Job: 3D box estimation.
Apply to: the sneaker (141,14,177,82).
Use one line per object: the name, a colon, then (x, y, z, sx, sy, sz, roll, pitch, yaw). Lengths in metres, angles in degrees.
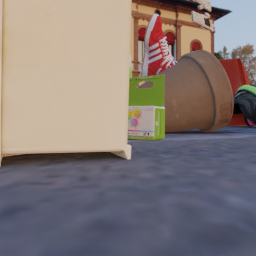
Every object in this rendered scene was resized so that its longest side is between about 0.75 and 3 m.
sneaker: (1.277, -2.652, 9.889, 1.386, 2.465, 0.878, 20, 40, 21)

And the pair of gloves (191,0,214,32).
pair of gloves: (2.540, -3.989, 9.499, 1.102, 1.296, 0.227, 14, -18, -38)

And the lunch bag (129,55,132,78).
lunch bag: (-0.705, -1.201, 6.934, 1.891, 2.524, 2.968, -1, 3, -13)

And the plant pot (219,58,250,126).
plant pot: (3.582, -1.363, 11.248, 2.779, 2.451, 2.782, 2, 3, 28)

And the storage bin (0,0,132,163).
storage bin: (-0.876, -1.015, 3.261, 1.176, 2.510, 2.492, 0, 2, -21)

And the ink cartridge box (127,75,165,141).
ink cartridge box: (0.180, -0.338, 4.510, 0.757, 1.024, 0.388, 2, 3, 33)

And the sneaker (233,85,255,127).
sneaker: (4.135, -0.428, 8.323, 1.087, 1.186, 2.832, 35, 4, -23)

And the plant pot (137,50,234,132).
plant pot: (1.052, -0.582, 5.932, 1.557, 1.785, 1.785, -20, 7, -11)
